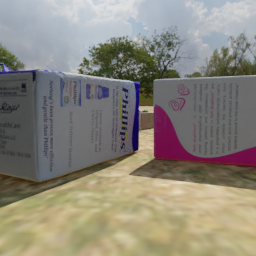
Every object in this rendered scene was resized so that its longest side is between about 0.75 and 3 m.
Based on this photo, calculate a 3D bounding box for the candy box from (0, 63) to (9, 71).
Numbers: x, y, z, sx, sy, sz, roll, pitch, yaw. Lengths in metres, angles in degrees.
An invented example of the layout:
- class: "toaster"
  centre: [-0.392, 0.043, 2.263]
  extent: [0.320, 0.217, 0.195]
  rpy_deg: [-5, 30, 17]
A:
- class: "candy box"
  centre: [-4.892, -1.219, 10.489]
  extent: [0.824, 2.141, 1.810]
  rpy_deg: [-3, 4, -16]

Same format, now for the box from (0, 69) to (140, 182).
- class: "box"
  centre: [-1.236, -0.152, 4.227]
  extent: [2.109, 1.203, 2.294]
  rpy_deg: [4, 6, 29]

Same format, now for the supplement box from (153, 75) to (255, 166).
- class: "supplement box"
  centre: [1.659, -0.140, 4.180]
  extent: [2.365, 1.197, 1.222]
  rpy_deg: [2, 6, 22]

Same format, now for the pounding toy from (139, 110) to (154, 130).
- class: "pounding toy"
  centre: [0.042, -0.278, 8.848]
  extent: [1.125, 0.586, 1.280]
  rpy_deg: [5, 7, 38]
